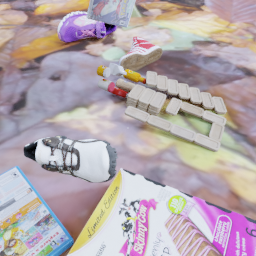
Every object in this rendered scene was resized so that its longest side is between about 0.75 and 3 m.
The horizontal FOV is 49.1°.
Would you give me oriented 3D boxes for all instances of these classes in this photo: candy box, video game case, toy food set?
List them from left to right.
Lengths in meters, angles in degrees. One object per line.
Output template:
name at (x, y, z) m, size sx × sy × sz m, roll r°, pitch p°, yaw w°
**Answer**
video game case at (-2.333, 1.850, 5.334) m, size 1.620 × 0.201 × 2.263 m, roll -31°, pitch 52°, yaw -29°
video game case at (-0.343, -3.289, 7.057) m, size 1.180 × 1.295 × 0.149 m, roll 1°, pitch 35°, yaw -31°
toy food set at (-0.168, -1.312, 7.995) m, size 0.767 × 0.814 × 1.704 m, roll 25°, pitch 13°, yaw 23°
candy box at (0.701, 2.036, 4.667) m, size 2.797 × 0.853 × 1.907 m, roll 18°, pitch 48°, yaw 18°

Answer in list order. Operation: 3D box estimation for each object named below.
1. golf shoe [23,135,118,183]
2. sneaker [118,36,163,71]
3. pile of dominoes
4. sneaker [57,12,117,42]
golf shoe at (-0.574, 0.298, 2.638) m, size 1.093 × 0.425 × 0.516 m, roll 2°, pitch 0°, yaw 43°
sneaker at (0.186, -2.525, 9.469) m, size 1.860 × 0.663 × 1.046 m, roll -26°, pitch 54°, yaw -34°
pile of dominoes at (1.341, -0.489, 7.769) m, size 2.709 × 0.431 × 2.112 m, roll 23°, pitch 48°, yaw 11°
sneaker at (-1.421, -3.800, 10.612) m, size 2.501 × 1.006 × 1.106 m, roll -29°, pitch 59°, yaw -28°
